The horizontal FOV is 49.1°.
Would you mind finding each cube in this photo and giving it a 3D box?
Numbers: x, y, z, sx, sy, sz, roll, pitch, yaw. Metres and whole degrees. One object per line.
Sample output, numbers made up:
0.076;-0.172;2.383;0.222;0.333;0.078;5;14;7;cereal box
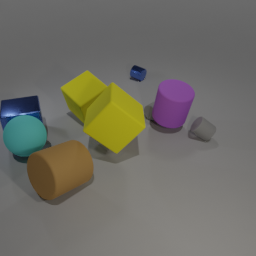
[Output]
-0.438;-0.330;9.105;1.400;1.400;1.400;36;26;-23;cube
-1.682;-1.221;11.607;1.400;1.400;1.400;-38;60;-19;cube
-4.024;-0.261;10.794;1.400;1.400;1.400;-11;35;-16;cube

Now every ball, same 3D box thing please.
-3.485;0.265;9.506;1.400;1.400;1.400;0;33;0;ball

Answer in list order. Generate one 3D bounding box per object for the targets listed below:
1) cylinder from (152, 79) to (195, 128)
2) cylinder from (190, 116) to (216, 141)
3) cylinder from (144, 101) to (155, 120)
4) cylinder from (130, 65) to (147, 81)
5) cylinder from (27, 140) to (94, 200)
1.748;-0.950;10.983;1.400;1.400;1.400;5;44;-5;cylinder
2.890;0.027;10.770;0.700;0.700;0.700;34;31;-13;cylinder
1.171;-0.771;12.169;0.700;0.700;0.700;27;41;35;cylinder
0.579;-3.091;15.727;0.700;0.700;0.700;26;40;22;cylinder
-1.984;1.195;8.256;1.400;1.400;1.400;24;28;33;cylinder
